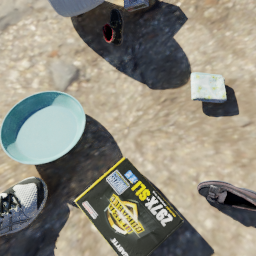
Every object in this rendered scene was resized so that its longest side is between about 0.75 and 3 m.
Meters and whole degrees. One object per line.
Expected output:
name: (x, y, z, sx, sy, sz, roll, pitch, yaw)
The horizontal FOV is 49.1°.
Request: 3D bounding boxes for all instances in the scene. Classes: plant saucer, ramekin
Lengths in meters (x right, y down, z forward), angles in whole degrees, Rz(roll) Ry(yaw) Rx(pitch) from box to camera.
plant saucer: (-2.176, 0.009, 7.332, 2.229, 0.401, 2.229, -2, 58, 4)
ramekin: (-1.475, -4.175, 8.205, 2.097, 1.101, 2.097, -15, 41, 14)

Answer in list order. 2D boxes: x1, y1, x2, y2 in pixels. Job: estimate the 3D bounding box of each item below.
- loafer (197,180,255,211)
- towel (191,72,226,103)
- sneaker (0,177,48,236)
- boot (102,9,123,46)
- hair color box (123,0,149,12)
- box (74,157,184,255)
loafer: (2.427, 1.643, 6.773, 1.481, 0.467, 0.532, 10, 115, 12)
towel: (2.269, -1.141, 7.904, 0.980, 0.236, 0.839, 4, 67, -4)
sneaker: (-3.095, 2.090, 6.446, 2.686, 1.177, 1.016, -38, 74, -13)
boot: (-0.432, -2.868, 7.924, 0.377, 0.776, 1.030, 4, 105, 20)
hair color box: (0.197, -4.421, 8.665, 0.682, 0.418, 1.378, -5, 91, 27)
box: (0.019, 2.019, 6.768, 1.672, 0.517, 2.094, -40, 76, -10)
